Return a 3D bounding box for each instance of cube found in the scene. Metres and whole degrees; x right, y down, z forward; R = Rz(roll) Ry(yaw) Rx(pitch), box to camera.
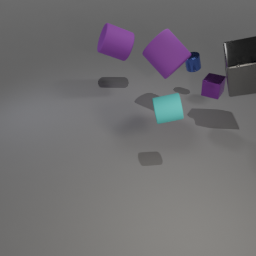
[{"bbox_3d":[4.124,-2.121,9.670,1.400,1.400,1.400,-6,50,19],"label":"cube"},{"bbox_3d":[3.355,-1.650,11.007,0.700,0.700,0.700,19,44,28],"label":"cube"}]

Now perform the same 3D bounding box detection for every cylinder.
[{"bbox_3d":[-0.599,-4.108,13.442,1.400,1.400,1.400,14,28,-20],"label":"cylinder"},{"bbox_3d":[1.534,-2.925,11.126,1.400,1.400,1.400,48,43,0],"label":"cylinder"},{"bbox_3d":[1.046,-0.512,7.372,0.700,0.700,0.700,-11,31,7],"label":"cylinder"},{"bbox_3d":[3.039,-3.096,13.140,0.700,0.700,0.700,-12,40,11],"label":"cylinder"}]
